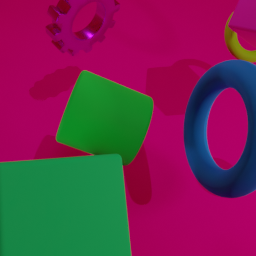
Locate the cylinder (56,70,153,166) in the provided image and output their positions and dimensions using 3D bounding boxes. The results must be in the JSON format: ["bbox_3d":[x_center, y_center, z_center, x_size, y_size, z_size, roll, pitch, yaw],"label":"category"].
[{"bbox_3d":[-0.348,-0.136,4.171,1.112,1.112,1.112,21,60,-10],"label":"cylinder"}]

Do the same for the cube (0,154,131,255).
[{"bbox_3d":[-0.854,0.988,3.009,1.255,1.255,1.255,-1,81,-36],"label":"cube"}]

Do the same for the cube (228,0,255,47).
[{"bbox_3d":[2.873,-2.128,5.075,1.260,1.260,1.260,8,19,-44],"label":"cube"}]

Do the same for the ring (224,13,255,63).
[{"bbox_3d":[2.915,-2.231,6.591,1.351,0.270,1.351,-2,100,-9],"label":"ring"}]

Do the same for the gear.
[{"bbox_3d":[-0.865,-2.207,5.611,1.625,1.625,0.300,-38,72,-20],"label":"gear"}]

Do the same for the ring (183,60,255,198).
[{"bbox_3d":[1.458,0.010,4.262,0.412,2.059,2.059,3,58,-18],"label":"ring"}]
